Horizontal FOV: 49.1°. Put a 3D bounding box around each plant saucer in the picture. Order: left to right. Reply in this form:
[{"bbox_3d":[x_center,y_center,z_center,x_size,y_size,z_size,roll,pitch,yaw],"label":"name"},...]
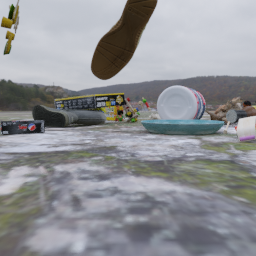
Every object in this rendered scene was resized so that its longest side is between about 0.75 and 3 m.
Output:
[{"bbox_3d":[1.909,-0.057,9.949,2.898,0.397,2.898,-1,5,0],"label":"plant saucer"}]

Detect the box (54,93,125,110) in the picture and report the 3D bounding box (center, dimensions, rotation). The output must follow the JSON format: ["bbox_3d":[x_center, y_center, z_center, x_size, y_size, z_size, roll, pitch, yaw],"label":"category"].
[{"bbox_3d":[-2.010,-1.385,14.894,2.961,0.731,2.364,-1,6,37],"label":"box"}]

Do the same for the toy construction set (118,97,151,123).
[{"bbox_3d":[0.432,-0.826,15.575,1.835,1.410,1.530,-17,-37,-10],"label":"toy construction set"}]

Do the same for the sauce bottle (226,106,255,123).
[{"bbox_3d":[5.687,-0.525,12.624,2.931,0.948,0.948,-4,6,-28],"label":"sauce bottle"}]

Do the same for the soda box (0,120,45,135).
[{"bbox_3d":[-3.493,-0.032,9.320,1.351,0.428,0.478,-2,4,-29],"label":"soda box"}]

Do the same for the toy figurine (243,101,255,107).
[{"bbox_3d":[7.376,-0.958,15.348,1.912,1.330,1.883,-1,5,-11],"label":"toy figurine"}]

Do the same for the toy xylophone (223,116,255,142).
[{"bbox_3d":[3.133,-0.002,7.590,0.913,0.313,1.247,-9,16,38],"label":"toy xylophone"}]

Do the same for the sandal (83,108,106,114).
[{"bbox_3d":[-2.182,-0.676,16.085,1.812,0.789,0.720,-11,-40,11],"label":"sandal"}]

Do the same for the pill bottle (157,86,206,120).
[{"bbox_3d":[2.681,-1.015,13.240,1.783,1.783,2.981,2,5,26],"label":"pill bottle"}]

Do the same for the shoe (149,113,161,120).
[{"bbox_3d":[1.717,-0.611,15.951,0.705,0.538,2.017,-1,5,-17],"label":"shoe"}]

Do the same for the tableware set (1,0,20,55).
[{"bbox_3d":[-4.321,-3.550,10.121,0.371,1.630,2.419,16,-6,-21],"label":"tableware set"}]

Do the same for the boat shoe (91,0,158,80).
[{"bbox_3d":[-0.057,-2.332,7.168,0.922,2.515,0.788,36,14,-3],"label":"boat shoe"}]

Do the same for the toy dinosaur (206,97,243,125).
[{"bbox_3d":[5.028,-0.755,14.390,2.951,1.266,2.000,-17,1,-19],"label":"toy dinosaur"}]

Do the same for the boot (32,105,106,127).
[{"bbox_3d":[-2.697,-0.591,13.063,2.438,0.973,2.681,18,20,28],"label":"boot"}]

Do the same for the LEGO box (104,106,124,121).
[{"bbox_3d":[-0.901,-0.968,17.436,0.528,1.019,1.368,-3,6,-40],"label":"LEGO box"}]
